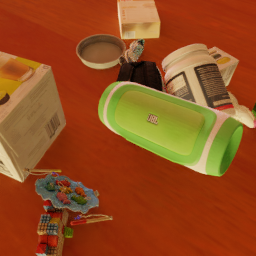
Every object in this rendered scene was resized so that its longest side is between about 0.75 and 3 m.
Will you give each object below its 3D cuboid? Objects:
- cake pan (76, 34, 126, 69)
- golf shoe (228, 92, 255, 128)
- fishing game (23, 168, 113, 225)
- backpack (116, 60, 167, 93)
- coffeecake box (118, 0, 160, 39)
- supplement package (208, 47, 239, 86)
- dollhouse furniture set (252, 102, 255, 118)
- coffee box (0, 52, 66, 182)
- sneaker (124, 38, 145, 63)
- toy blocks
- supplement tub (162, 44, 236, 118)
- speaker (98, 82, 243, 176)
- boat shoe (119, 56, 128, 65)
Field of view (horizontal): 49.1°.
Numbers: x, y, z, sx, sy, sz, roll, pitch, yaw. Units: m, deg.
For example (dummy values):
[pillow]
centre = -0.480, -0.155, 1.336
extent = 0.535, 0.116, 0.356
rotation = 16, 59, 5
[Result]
[cake pan]
centre = -1.049, -3.033, 11.120
extent = 1.961, 0.360, 1.961
rotation = 0, 52, 0
[golf shoe]
centre = 3.413, -0.495, 9.036
extent = 0.729, 0.600, 1.594
rotation = -30, 53, -6
[fishing game]
centre = -1.416, 1.520, 6.856
extent = 1.671, 0.363, 2.334
rotation = 14, 13, -47
[backpack]
centre = 0.343, -1.048, 8.837
extent = 1.911, 1.449, 2.290
rotation = 2, 52, -1
[coffeecake box]
centre = 0.432, -4.862, 12.311
extent = 1.633, 0.777, 2.128
rotation = -4, 51, -3
[supplement package]
centre = 2.832, -1.944, 9.681
extent = 1.408, 1.061, 1.069
rotation = -28, 56, -31
[dollhouse furniture set]
centre = 5.207, -0.723, 8.927
extent = 2.334, 0.901, 1.166
rotation = -6, 52, -4
[coffee box]
centre = -3.452, -0.401, 7.738
extent = 2.307, 2.333, 2.330
rotation = 19, 54, 15
[sneaker]
centre = 0.301, -3.008, 10.824
extent = 0.544, 0.605, 1.402
rotation = 37, 48, -27
[toy blocks]
centre = -1.732, 2.328, 6.390
extent = 0.764, 1.046, 1.530
rotation = 1, 52, 1
[supplement tub]
centre = 2.039, -1.105, 8.312
extent = 1.618, 1.618, 2.306
rotation = -15, 80, -12
[speaker]
centre = 0.772, -0.087, 5.934
extent = 2.924, 1.293, 1.293
rotation = 24, 54, 32
[boat shoe]
centre = -0.127, -2.289, 10.354
extent = 0.318, 0.301, 0.910
rotation = -22, 80, 14
